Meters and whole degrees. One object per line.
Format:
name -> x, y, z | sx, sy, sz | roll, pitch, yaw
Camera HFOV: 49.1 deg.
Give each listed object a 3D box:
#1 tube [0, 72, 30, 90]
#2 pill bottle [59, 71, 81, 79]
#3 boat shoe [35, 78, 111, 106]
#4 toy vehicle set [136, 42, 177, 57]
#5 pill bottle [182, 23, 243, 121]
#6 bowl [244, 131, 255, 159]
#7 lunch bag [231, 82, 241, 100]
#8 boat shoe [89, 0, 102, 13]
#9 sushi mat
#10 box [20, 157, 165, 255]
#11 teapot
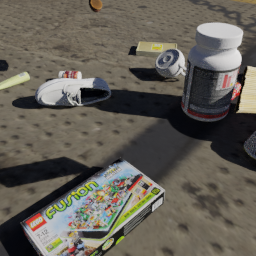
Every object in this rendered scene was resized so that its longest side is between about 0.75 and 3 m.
tube -> -4.693, -1.840, 11.258 | 1.436, 0.417, 0.373 | -31, 84, -29
pill bottle -> -2.364, -2.088, 11.422 | 0.835, 0.477, 0.477 | 5, 38, 7
boat shoe -> -1.899, -1.239, 9.939 | 2.652, 0.976, 0.867 | -15, 36, -16
toy vehicle set -> 1.438, -3.905, 13.931 | 1.950, 0.258, 1.211 | 6, 38, 8
pill bottle -> 2.697, -1.764, 9.083 | 1.639, 2.829, 1.639 | 0, 38, 0
bowl -> 4.162, 0.362, 7.867 | 1.585, 0.744, 1.585 | 0, 28, 0
lunch bag -> 3.887, -1.459, 10.676 | 0.864, 0.402, 0.981 | 26, 45, 30
boat shoe -> -1.221, -4.561, 10.345 | 0.437, 0.437, 1.242 | 4, 49, -18
sushi mat -> 2.423, -0.628, 4.970 | 1.610, 0.770, 0.097 | -2, 15, -39
box -> -0.694, 1.899, 6.287 | 2.863, 0.497, 1.576 | -31, 47, -33
teapot -> 1.851, -2.583, 11.727 | 1.310, 0.969, 1.327 | -18, 51, 24
